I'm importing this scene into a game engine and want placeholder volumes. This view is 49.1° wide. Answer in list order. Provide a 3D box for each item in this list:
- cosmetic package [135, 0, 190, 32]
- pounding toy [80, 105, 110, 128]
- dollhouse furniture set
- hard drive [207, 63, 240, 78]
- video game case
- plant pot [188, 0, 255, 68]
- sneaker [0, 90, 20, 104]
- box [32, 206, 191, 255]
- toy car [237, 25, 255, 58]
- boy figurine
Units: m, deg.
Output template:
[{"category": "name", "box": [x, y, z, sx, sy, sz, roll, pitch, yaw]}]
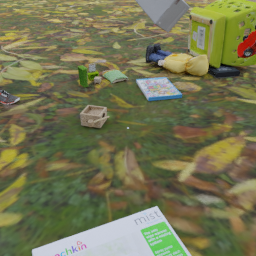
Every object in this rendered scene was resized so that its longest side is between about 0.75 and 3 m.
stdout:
[{"category": "cosmetic package", "box": [0.931, -4.131, 8.931, 0.893, 1.058, 1.980, 6, 47, -52]}, {"category": "pounding toy", "box": [-0.859, -0.198, 7.495, 0.802, 0.418, 0.913, 8, 32, 13]}, {"category": "dollhouse furniture set", "box": [-0.927, -2.063, 10.328, 1.808, 0.698, 0.904, -17, 36, -26]}, {"category": "hard drive", "box": [3.656, -2.412, 11.341, 1.041, 0.245, 1.491, -8, 32, -12]}, {"category": "video game case", "box": [1.040, -1.387, 9.740, 1.162, 0.145, 1.624, -7, 32, -11]}, {"category": "plant pot", "box": [3.760, -3.771, 11.277, 2.120, 2.337, 2.325, -15, 35, -16]}, {"category": "sneaker", "box": [-3.934, -1.009, 8.861, 0.977, 0.400, 0.376, 4, 31, 7]}, {"category": "box", "box": [-0.071, 2.030, 3.381, 1.797, 0.869, 1.586, -13, 35, -19]}, {"category": "toy car", "box": [2.818, -1.863, 4.823, 0.409, 1.833, 1.725, 20, 24, -15]}, {"category": "boy figurine", "box": [1.942, -2.733, 11.310, 1.692, 0.877, 2.721, -23, 36, -38]}]
